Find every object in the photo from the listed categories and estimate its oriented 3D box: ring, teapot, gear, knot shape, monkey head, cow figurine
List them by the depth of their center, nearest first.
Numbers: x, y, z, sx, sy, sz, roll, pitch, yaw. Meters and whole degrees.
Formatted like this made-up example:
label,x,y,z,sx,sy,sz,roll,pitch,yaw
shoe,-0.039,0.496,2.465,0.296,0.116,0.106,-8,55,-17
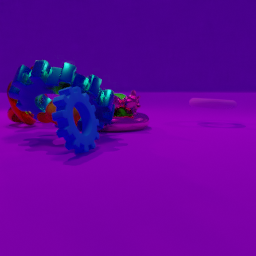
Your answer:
label,x,y,z,sx,sy,sz,roll,pitch,yaw
gear,-0.808,-0.130,4.515,0.195,1.057,1.057,-13,3,21
monkey head,-1.201,-0.175,5.185,1.045,0.752,0.630,-14,-18,36
gear,-1.315,-0.554,5.751,2.067,0.382,2.067,8,-26,4
cow figurine,-0.323,-0.612,6.859,1.119,0.624,1.137,-10,-14,35
ring,-0.381,-0.196,7.502,1.921,0.384,1.921,0,8,0
teapot,-0.333,-0.550,7.581,0.956,0.753,1.538,-13,36,-3
knot shape,-2.774,-1.013,8.082,0.926,1.876,2.005,21,-10,-9
ring,2.510,-0.718,8.307,1.364,0.273,1.364,4,6,0
